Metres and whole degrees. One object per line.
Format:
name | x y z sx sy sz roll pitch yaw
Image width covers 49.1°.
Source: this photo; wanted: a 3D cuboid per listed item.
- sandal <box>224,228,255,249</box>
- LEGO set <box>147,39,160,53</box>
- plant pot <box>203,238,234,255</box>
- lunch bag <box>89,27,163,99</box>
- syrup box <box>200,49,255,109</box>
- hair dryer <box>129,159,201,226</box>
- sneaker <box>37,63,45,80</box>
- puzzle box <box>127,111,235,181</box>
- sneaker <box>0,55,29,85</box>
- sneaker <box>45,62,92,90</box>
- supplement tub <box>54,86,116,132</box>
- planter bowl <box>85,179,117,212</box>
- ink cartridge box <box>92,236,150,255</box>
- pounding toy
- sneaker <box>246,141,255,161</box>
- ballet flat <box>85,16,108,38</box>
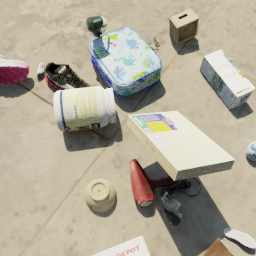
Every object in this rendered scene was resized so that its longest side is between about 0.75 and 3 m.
sandal | 3.504 3.452 8.779 0.993 0.244 0.404 23 48 26
LEGO set | 1.032 -3.560 12.521 1.032 0.292 0.670 -27 84 -33
plant pot | 2.395 4.334 7.643 1.847 1.726 1.726 -40 68 -2
lunch bag | -0.168 -2.715 11.534 2.290 1.175 2.849 -29 66 -16
syrup box | 3.942 -1.983 11.301 0.921 0.891 2.262 -24 64 -12
hair dryer | 1.007 1.955 9.484 2.553 0.694 1.945 35 50 12
sneaker | -3.716 -2.377 11.909 0.291 0.293 0.809 16 71 -28
puzzle box | 1.391 0.351 8.107 1.898 0.363 2.852 -6 33 -25
sneaker | -5.496 -2.646 11.490 2.950 1.200 1.301 3 64 1
sneaker | -2.332 -1.875 11.100 2.405 1.175 0.850 29 63 13
supplement tub | -1.543 -0.716 10.274 2.095 1.519 1.519 -7 62 -4
planter bowl | -0.920 2.141 9.188 1.089 0.733 1.089 0 63 0
ink cartridge box | -0.001 4.577 7.668 1.879 1.091 2.604 -19 63 -10
pounding toy | 2.561 -4.637 12.627 1.378 1.268 0.980 -26 65 -4
sneaker | 5.327 0.713 9.924 2.220 0.805 0.798 -8 61 -6
ballet flat | -1.200 -4.136 11.405 0.782 2.286 0.777 -23 107 4
